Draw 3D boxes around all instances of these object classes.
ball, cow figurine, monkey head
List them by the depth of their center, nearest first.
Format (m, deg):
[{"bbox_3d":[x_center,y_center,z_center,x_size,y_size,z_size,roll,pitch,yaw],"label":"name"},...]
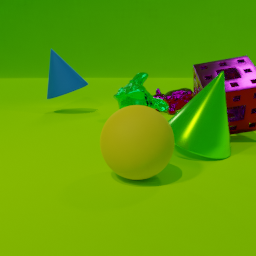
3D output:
[{"bbox_3d":[0.125,0.197,3.867,1.021,1.021,1.021,0,11,0],"label":"ball"},{"bbox_3d":[0.336,-0.907,8.524,1.963,1.183,1.412,-5,41,44],"label":"monkey head"},{"bbox_3d":[1.643,-1.066,10.425,1.649,0.905,1.622,-16,17,7],"label":"cow figurine"}]

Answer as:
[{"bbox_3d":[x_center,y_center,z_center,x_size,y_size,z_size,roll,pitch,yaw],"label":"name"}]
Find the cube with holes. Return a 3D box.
[{"bbox_3d":[2.154,-0.681,6.147,1.188,1.188,1.188,-9,42,5],"label":"cube with holes"}]

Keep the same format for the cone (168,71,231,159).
[{"bbox_3d":[1.439,-0.370,4.998,1.334,1.339,1.334,14,22,-6],"label":"cone"}]

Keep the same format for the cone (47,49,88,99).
[{"bbox_3d":[-2.515,-2.115,10.332,1.634,1.640,1.634,-18,15,5],"label":"cone"}]
